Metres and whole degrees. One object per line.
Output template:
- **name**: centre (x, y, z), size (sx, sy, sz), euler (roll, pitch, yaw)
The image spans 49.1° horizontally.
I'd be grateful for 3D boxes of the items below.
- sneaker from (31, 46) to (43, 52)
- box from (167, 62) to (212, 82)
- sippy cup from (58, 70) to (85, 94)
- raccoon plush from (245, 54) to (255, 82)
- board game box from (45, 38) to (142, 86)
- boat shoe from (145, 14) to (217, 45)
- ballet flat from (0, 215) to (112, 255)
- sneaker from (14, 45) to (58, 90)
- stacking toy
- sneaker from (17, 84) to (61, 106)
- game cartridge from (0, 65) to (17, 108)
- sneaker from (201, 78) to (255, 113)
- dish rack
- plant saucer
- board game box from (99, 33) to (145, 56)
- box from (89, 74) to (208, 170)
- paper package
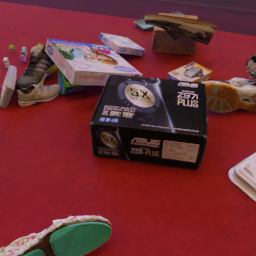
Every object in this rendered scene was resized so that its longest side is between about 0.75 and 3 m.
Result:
- **sneaker**: centre (-3.278, -3.171, 11.935), size (1.615, 0.622, 0.661), euler (3, 16, 2)
- **box**: centre (2.283, -1.966, 10.636), size (1.645, 0.341, 0.979), euler (-27, 49, -29)
- **sippy cup**: centre (-1.981, -1.652, 9.977), size (0.817, 0.876, 1.115), euler (-9, 56, -27)
- **raccoon plush**: centre (4.445, -1.579, 9.243), size (0.928, 1.285, 1.917), euler (-10, 70, 23)
- **board game box**: centre (-1.287, -2.398, 10.295), size (2.702, 0.556, 2.695), euler (-5, 38, -37)
- **boat shoe**: centre (1.994, -3.887, 11.062), size (2.827, 0.916, 1.035), euler (12, 27, 6)
- **ballet flat**: centre (-1.616, 2.275, 5.547), size (2.591, 0.980, 0.828), euler (-17, 24, -23)
- **sneaker**: centre (-3.471, -2.268, 10.441), size (0.934, 1.023, 2.527), euler (10, 43, 11)
- **stacking toy**: centre (-4.387, -3.075, 11.854), size (1.346, 0.420, 1.786), euler (-5, 40, -8)
- **sneaker**: centre (-3.029, -1.227, 9.586), size (1.518, 0.622, 0.567), euler (-24, 47, -24)
- **game cartridge**: centre (-4.106, -1.492, 9.645), size (0.308, 0.988, 1.484), euler (13, 35, -27)
- **sneaker**: centre (3.395, -1.158, 9.329), size (2.697, 1.020, 1.182), euler (6, 34, -11)
- **dish rack**: centre (3.836, 1.317, 6.897), size (1.855, 0.471, 2.161), euler (-24, 46, -24)
- **plant saucer**: centre (1.782, -5.591, 14.726), size (2.879, 0.273, 1.006), euler (-20, 46, -22)
- **board game box**: centre (-0.258, -3.595, 12.069), size (1.490, 0.323, 1.483), euler (-4, 36, -39)
- **box**: centre (0.664, -0.281, 8.037), size (2.966, 1.277, 2.429), euler (7, 42, 8)
- **paper package**: centre (2.148, -4.260, 12.644), size (1.937, 1.052, 2.033), euler (7, 42, 6)
